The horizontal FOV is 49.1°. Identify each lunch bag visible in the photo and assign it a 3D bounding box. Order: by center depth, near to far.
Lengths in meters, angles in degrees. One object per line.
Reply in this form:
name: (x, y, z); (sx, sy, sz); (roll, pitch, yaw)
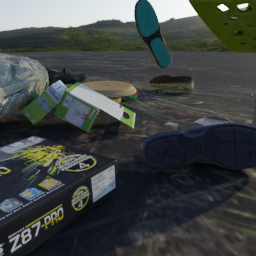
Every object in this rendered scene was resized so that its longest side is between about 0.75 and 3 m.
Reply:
lunch bag: (-4.026, -1.235, 8.574); (2.280, 1.894, 2.718); (-4, 22, 23)

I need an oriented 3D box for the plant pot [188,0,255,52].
plant pot: (2.118, -2.068, 3.930); (1.526, 1.682, 1.674); (27, 5, 43)

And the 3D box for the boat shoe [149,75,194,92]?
boat shoe: (2.098, -2.103, 13.781); (2.267, 0.711, 0.831); (9, 46, 33)

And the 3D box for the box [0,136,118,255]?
box: (-1.855, 0.988, 4.353); (2.257, 0.688, 2.800); (10, 21, 35)

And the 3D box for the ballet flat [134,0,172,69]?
ballet flat: (0.830, -3.498, 10.660); (0.909, 2.670, 0.898); (-25, 21, -6)

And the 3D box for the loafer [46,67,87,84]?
loafer: (-3.491, -3.034, 15.982); (2.475, 0.895, 0.901); (-12, 21, -34)

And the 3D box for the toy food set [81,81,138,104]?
toy food set: (-0.898, -1.483, 11.747); (2.676, 0.658, 2.704); (-17, 25, -41)

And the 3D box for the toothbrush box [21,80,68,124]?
toothbrush box: (-2.568, -0.839, 8.891); (1.337, 0.575, 0.973); (-39, 13, 14)

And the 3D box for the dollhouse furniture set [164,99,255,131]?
dollhouse furniture set: (2.645, -0.447, 7.782); (2.510, 1.226, 2.141); (16, 24, 38)

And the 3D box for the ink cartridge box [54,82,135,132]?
ink cartridge box: (-0.920, -0.443, 8.589); (2.178, 0.825, 1.610); (28, 17, -6)

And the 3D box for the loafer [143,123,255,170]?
loafer: (1.697, 0.310, 6.028); (2.764, 0.994, 0.871); (-2, 14, 4)
